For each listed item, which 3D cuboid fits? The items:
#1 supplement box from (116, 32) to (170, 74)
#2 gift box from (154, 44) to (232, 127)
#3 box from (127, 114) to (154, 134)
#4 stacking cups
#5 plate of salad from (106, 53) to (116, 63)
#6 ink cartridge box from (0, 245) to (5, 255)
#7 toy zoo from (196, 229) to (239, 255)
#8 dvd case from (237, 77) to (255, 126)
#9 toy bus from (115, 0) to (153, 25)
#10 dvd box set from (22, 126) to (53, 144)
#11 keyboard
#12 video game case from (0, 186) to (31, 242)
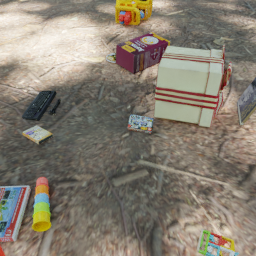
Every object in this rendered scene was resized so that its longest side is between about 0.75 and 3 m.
[{"bbox_3d":[0.773,-3.945,14.584,2.560,1.096,1.412,-30,53,-30],"label":"supplement box"},{"bbox_3d":[2.581,-1.877,11.026,2.592,2.561,2.776,11,42,13],"label":"gift box"},{"bbox_3d":[0.483,-0.156,10.664,0.924,0.184,0.633,9,58,3],"label":"box"},{"bbox_3d":[-2.438,2.066,7.948,0.498,0.498,1.647,-8,41,-9],"label":"stacking cups"},{"bbox_3d":[-0.630,-3.871,15.203,1.173,0.282,1.173,0,39,0],"label":"plate of salad"},{"bbox_3d":[-3.416,3.509,6.236,1.671,0.517,2.061,-28,49,-30],"label":"ink cartridge box"},{"bbox_3d":[2.298,3.026,7.120,0.988,0.101,0.648,14,42,16],"label":"toy zoo"},{"bbox_3d":[4.579,-1.049,10.522,0.134,1.680,1.249,12,54,-3],"label":"dvd case"},{"bbox_3d":[0.295,-7.831,19.011,2.538,1.722,2.437,8,54,5],"label":"toy bus"},{"bbox_3d":[-3.324,0.238,10.324,0.922,0.136,0.675,23,37,28],"label":"dvd box set"},{"bbox_3d":[-3.510,-0.996,11.845,1.303,0.211,2.051,6,41,7],"label":"keyboard"},{"bbox_3d":[-4.126,2.363,7.788,2.414,0.211,1.726,-2,38,-2],"label":"video game case"}]
